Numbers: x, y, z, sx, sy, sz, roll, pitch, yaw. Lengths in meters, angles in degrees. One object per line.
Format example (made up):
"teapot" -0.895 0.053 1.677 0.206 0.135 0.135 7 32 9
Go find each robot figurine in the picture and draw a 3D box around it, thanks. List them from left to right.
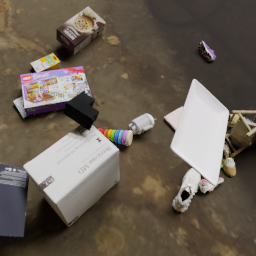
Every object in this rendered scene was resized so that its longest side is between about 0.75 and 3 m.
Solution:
"robot figurine" 0.607 -0.172 11.654 1.160 0.655 0.984 -29 41 -18

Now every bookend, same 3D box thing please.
"bookend" -1.332 -0.583 8.987 1.034 0.479 1.040 32 37 6

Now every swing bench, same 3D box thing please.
"swing bench" 4.819 0.066 10.836 1.792 1.782 1.163 -15 59 -10

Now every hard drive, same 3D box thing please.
"hard drive" -4.491 -0.958 12.418 0.788 0.213 1.127 -31 62 -18

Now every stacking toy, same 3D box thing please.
"stacking toy" -0.601 0.303 11.452 1.514 0.646 0.646 10 58 14

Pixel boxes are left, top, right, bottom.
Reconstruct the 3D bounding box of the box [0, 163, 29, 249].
"box" -4.241 2.576 8.821 1.224 2.352 2.141 22 48 -36

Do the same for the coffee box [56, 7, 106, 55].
"coffee box" -2.418 -4.991 14.372 1.283 0.906 2.270 43 66 1

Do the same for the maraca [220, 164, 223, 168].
"maraca" 3.164 1.023 10.835 0.977 0.762 1.425 2 57 -15

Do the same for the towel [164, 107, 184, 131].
"towel" 2.291 -0.307 12.028 1.070 0.181 1.120 -31 62 -19

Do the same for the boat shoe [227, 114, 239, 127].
"boat shoe" 4.285 -0.354 11.814 1.524 0.580 0.546 -12 58 -7

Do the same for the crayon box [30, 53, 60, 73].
"crayon box" -4.012 -3.091 13.711 1.249 0.322 0.785 -31 63 -18

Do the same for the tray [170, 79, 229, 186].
"tray" 1.878 0.022 7.259 1.507 0.311 2.806 40 47 -14

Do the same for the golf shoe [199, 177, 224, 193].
"golf shoe" 3.105 2.108 10.423 1.058 0.398 0.484 -8 96 -20

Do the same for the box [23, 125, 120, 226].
"box" -1.700 1.557 9.422 1.657 2.535 2.521 40 64 22

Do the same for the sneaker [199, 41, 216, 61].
"sneaker" 4.037 -3.895 14.229 0.512 0.495 1.228 -14 66 -26

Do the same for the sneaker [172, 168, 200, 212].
"sneaker" 2.209 2.163 10.148 0.665 0.718 1.770 22 59 15

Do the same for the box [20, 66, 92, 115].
"box" -3.219 -1.722 12.562 2.860 0.559 1.957 -11 58 -13

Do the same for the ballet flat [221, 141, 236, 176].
"ballet flat" 3.845 1.159 10.925 0.501 0.460 1.459 -9 58 -6
